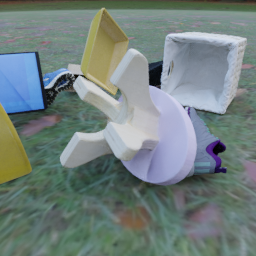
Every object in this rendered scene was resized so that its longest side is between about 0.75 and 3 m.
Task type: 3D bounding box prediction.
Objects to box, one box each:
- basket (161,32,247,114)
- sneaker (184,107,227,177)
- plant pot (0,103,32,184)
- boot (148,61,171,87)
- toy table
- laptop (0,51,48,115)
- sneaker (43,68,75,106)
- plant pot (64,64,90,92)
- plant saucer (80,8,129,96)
[{"bbox_3d":[2.416,-1.891,9.054,2.211,2.192,1.778,16,28,27],"label":"basket"},{"bbox_3d":[1.653,0.286,6.281,0.953,0.811,2.178,2,38,11],"label":"sneaker"},{"bbox_3d":[-3.354,0.090,5.674,1.949,1.719,1.949,-20,33,-32],"label":"plant pot"},{"bbox_3d":[0.458,-2.156,10.827,2.600,0.962,2.131,-25,33,-33],"label":"boot"},{"bbox_3d":[-0.063,-0.110,5.477,1.585,2.487,2.706,23,8,-39],"label":"toy table"},{"bbox_3d":[-3.429,-1.501,7.138,1.238,2.397,2.124,-25,64,16],"label":"laptop"},{"bbox_3d":[-2.496,-1.272,8.859,1.726,0.678,0.770,-35,43,-1],"label":"sneaker"},{"bbox_3d":[-1.849,-1.825,9.976,0.811,0.812,0.719,1,50,-26],"label":"plant pot"},{"bbox_3d":[-0.570,-1.691,6.518,0.374,1.545,1.545,11,-5,22],"label":"plant saucer"}]
